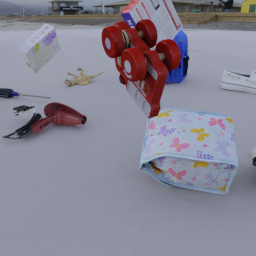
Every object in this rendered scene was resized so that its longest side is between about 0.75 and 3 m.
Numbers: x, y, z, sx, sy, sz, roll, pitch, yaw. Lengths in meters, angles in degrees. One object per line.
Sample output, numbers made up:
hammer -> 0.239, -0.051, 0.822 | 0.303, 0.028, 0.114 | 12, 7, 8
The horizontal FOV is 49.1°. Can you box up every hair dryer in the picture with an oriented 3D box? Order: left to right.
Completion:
hair dryer -> -2.561, -0.167, 8.997 | 2.489, 0.676, 1.896 | -9, 39, -4

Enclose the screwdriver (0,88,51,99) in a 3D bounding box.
screwdriver -> -4.409, -1.334, 11.752 | 2.878, 0.419, 0.401 | 13, 27, 19

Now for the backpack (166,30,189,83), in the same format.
backpack -> 2.005, -3.671, 14.173 | 2.098, 2.582, 2.167 | 10, 26, 19

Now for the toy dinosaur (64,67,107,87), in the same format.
toy dinosaur -> -2.299, -2.543, 14.320 | 2.339, 0.681, 1.183 | -23, 48, -28

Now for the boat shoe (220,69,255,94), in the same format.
boat shoe -> 5.692, -2.121, 12.686 | 2.868, 0.958, 1.055 | 8, 25, 17

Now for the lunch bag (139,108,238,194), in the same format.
lunch bag -> 1.308, 0.451, 6.301 | 1.931, 1.228, 1.638 | 9, 42, 5

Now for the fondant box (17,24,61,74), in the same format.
fondant box -> -2.422, -2.194, 7.765 | 0.331, 0.819, 1.136 | 30, 67, 17

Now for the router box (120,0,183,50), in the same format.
router box -> 1.041, -4.368, 11.363 | 0.570, 2.332, 2.093 | 20, 66, 47

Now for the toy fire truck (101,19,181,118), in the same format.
toy fire truck -> 0.146, -1.161, 5.342 | 0.940, 1.409, 1.677 | -21, 57, -25

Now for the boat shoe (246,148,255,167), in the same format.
boat shoe -> 3.763, 0.653, 6.592 | 2.741, 1.012, 0.827 | -2, 62, -46
